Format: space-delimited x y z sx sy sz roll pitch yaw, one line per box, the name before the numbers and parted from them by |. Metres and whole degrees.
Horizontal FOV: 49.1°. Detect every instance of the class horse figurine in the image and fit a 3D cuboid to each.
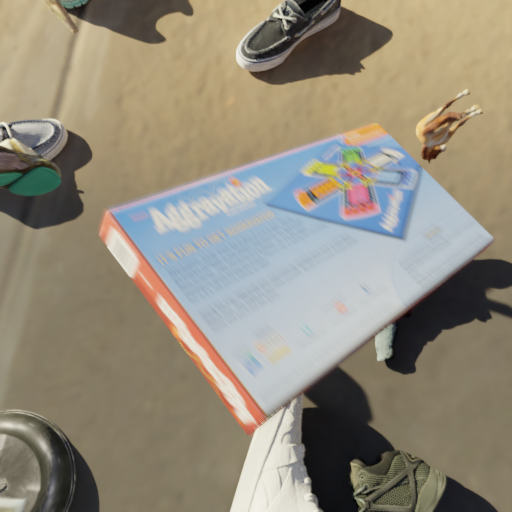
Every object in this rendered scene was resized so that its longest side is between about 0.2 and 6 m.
horse figurine | 2.494 -1.708 7.437 0.984 1.485 0.371 -35 79 24

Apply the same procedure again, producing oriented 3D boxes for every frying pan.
frying pan | -4.016 4.103 8.226 2.184 0.588 3.610 11 70 4

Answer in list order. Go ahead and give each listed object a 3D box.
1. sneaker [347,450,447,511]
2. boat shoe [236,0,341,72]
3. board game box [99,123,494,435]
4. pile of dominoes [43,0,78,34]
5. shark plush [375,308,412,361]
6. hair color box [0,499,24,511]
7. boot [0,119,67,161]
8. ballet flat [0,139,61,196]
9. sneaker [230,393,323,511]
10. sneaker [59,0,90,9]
sneaker | 1.661 3.847 8.104 1.330 0.888 2.322 31 72 11
boat shoe | 0.647 -4.474 10.712 2.466 0.836 0.885 -34 76 -10
board game box | 0.822 -0.200 6.349 4.547 0.442 2.340 -26 70 -41
pile of dominoes | -3.324 -4.053 7.357 0.360 2.263 1.764 -36 42 -7
shark plush | 1.864 -0.081 9.536 1.476 1.610 3.545 -13 93 17
hair color box | -2.389 2.691 4.898 0.563 0.345 1.137 8 106 -8
boot | -4.616 -1.970 9.787 2.432 1.099 0.885 -23 74 -7
ballet flat | -3.434 -1.299 7.797 0.806 2.241 0.806 0 95 5
sneaker | 0.641 3.469 8.040 1.868 1.191 3.232 15 78 7
sneaker | -3.259 -6.420 11.084 1.160 1.290 2.988 19 74 6
